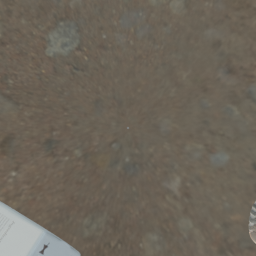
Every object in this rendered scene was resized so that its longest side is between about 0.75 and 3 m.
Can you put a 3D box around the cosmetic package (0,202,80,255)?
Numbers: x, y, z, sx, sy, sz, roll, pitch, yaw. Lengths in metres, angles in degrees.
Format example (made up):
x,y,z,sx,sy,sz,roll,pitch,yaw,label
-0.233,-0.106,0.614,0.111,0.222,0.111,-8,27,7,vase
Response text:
x,y,z,sx,sy,sz,roll,pitch,yaw,label
-2.025,2.199,4.683,1.691,1.394,1.396,17,60,29,cosmetic package

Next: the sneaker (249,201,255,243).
x,y,z,sx,sy,sz,roll,pitch,yaw,label
2.830,1.323,4.913,0.755,0.688,1.840,39,77,-8,sneaker
